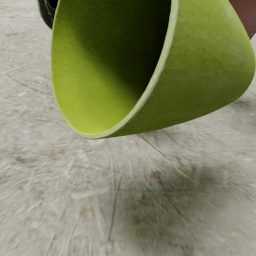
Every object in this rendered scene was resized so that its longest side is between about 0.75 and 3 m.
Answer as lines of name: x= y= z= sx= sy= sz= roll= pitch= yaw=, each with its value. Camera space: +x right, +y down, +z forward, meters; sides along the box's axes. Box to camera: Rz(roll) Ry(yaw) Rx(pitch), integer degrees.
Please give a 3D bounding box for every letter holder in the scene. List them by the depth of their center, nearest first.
letter holder: x=2.966 y=-3.276 z=7.593 sx=1.737 sy=1.234 sz=0.873 roll=42 pitch=41 yaw=16

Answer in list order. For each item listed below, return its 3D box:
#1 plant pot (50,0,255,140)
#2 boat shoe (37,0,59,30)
plant pot: x=0.643 y=-1.056 z=4.116 sx=2.694 sy=2.521 sz=2.521 roll=4 pitch=26 yaw=-39
boat shoe: x=-2.191 y=-3.776 z=8.382 sx=0.781 sy=2.593 sz=0.925 roll=37 pitch=70 yaw=26
